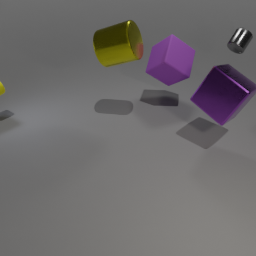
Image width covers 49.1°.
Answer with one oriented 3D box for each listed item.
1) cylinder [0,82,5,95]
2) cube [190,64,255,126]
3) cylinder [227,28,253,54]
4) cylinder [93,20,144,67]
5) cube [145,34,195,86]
[{"bbox_3d":[-5.412,-1.522,11.154,0.700,0.700,0.700,21,49,30],"label":"cylinder"},{"bbox_3d":[3.241,-1.148,9.383,1.400,1.400,1.400,44,35,19],"label":"cube"},{"bbox_3d":[4.296,-3.341,10.764,0.700,0.700,0.700,31,87,41],"label":"cylinder"},{"bbox_3d":[-0.332,-3.046,10.229,1.400,1.400,1.400,-8,26,25],"label":"cylinder"},{"bbox_3d":[1.836,-2.887,12.158,1.400,1.400,1.400,25,-20,-26],"label":"cube"}]
